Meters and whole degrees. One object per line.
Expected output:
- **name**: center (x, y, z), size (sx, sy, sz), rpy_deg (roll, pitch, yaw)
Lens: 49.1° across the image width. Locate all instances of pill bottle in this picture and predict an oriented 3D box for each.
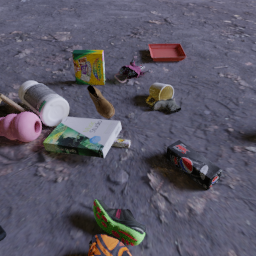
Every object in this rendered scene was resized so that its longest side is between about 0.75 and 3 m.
- **pill bottle**: center (-3.570, -1.092, 11.670), size (1.273, 1.273, 2.251), rpy_deg (-30, 47, -32)

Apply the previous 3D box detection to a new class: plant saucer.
- **plant saucer**: center (2.296, -4.498, 16.774), size (2.037, 0.374, 2.040), rpy_deg (-2, 37, -2)

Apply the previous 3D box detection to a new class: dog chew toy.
- **dog chew toy**: center (-4.225, -0.049, 10.552), size (1.812, 1.128, 1.128), rpy_deg (1, 38, 12)

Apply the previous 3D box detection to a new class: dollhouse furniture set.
- **dollhouse furniture set**: center (-5.708, -0.231, 11.255), size (2.335, 2.000, 2.455), rpy_deg (25, 79, 29)

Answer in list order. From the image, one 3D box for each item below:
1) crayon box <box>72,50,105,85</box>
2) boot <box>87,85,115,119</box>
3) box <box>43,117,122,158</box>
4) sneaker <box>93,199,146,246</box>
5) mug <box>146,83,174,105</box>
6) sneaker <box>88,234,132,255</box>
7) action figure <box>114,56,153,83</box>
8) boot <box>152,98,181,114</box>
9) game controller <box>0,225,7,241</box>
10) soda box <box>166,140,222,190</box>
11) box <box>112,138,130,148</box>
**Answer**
- **crayon box**: center (-1.885, -2.956, 13.739), size (1.439, 1.668, 0.486), rpy_deg (2, 38, 4)
- **boot**: center (-1.152, -1.061, 11.193), size (0.641, 0.657, 1.741), rpy_deg (-39, 59, 1)
- **box**: center (-1.654, 0.278, 10.363), size (2.406, 0.437, 1.737), rpy_deg (4, 37, 20)
- **sneaker**: center (-0.267, 2.520, 7.678), size (1.727, 0.663, 0.723), rpy_deg (30, 33, 24)
- **mug**: center (1.358, -1.613, 12.712), size (1.129, 0.904, 0.927), rpy_deg (-19, 33, -32)
- **sneaker**: center (-0.955, 3.293, 6.551), size (2.208, 0.856, 1.237), rpy_deg (-5, 33, -23)
- **action figure**: center (0.363, -2.890, 14.547), size (1.187, 1.320, 1.772), rpy_deg (48, 32, 5)
- **boot**: center (1.690, -0.895, 12.175), size (1.160, 0.393, 0.757), rpy_deg (-18, 47, -19)
- **game controller**: center (-3.828, 2.757, 7.647), size (1.141, 0.240, 0.595), rpy_deg (30, 32, 32)
- **soda box**: center (2.134, 1.190, 9.302), size (0.661, 0.592, 1.869), rpy_deg (-27, 45, -30)
- **box**: center (-0.488, 0.525, 10.445), size (1.154, 0.239, 0.223), rpy_deg (7, 37, 10)
